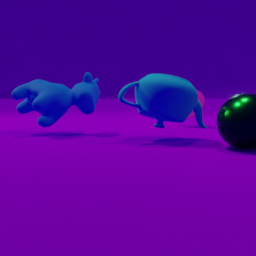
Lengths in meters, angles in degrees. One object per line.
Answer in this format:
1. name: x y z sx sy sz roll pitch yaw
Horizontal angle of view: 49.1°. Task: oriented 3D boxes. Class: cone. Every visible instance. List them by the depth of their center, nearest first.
1. cone: 2.053 -0.554 8.486 0.906 0.906 0.910 5 -17 39

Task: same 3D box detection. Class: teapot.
1. teapot: 0.781 -0.470 5.597 2.021 0.990 1.257 13 -3 -16

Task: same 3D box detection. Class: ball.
1. ball: 2.007 -0.109 4.764 0.960 0.960 0.960 0 6 0

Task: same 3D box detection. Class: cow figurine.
1. cow figurine: -1.616 -0.772 6.714 1.739 0.955 1.711 26 49 28
